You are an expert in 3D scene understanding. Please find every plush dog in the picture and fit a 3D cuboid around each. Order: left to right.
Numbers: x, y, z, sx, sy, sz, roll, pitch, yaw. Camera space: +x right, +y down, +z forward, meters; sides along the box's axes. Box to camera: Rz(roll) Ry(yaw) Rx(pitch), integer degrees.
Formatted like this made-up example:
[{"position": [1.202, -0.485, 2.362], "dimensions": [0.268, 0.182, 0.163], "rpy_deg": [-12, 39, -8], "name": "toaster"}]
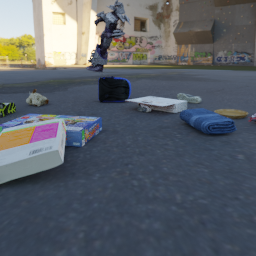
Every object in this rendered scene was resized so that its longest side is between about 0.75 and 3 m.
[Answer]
[{"position": [-4.712, -1.529, 14.838], "dimensions": [1.072, 0.860, 0.921], "rpy_deg": [12, -4, 39], "name": "plush dog"}]

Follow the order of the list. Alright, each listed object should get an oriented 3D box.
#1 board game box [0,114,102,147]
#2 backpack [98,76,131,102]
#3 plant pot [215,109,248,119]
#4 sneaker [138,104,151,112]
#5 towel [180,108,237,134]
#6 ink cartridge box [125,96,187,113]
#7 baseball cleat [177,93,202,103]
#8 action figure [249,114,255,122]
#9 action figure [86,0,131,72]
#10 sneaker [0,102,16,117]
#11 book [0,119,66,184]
[{"position": [-2.533, 0.011, 9.351], "dimensions": [2.886, 0.497, 1.953], "rpy_deg": [4, 15, 13], "name": "board game box"}, {"position": [-0.686, -2.232, 15.944], "dimensions": [1.776, 1.443, 1.491], "rpy_deg": [1, 13, 8], "name": "backpack"}, {"position": [4.529, -0.617, 12.321], "dimensions": [1.403, 0.193, 1.403], "rpy_deg": [-1, 14, 0], "name": "plant pot"}, {"position": [0.762, -0.917, 13.327], "dimensions": [0.403, 0.344, 0.924], "rpy_deg": [5, 17, -30], "name": "sneaker"}, {"position": [2.825, -0.236, 10.244], "dimensions": [1.231, 0.535, 2.204], "rpy_deg": [-4, 16, -12], "name": "towel"}, {"position": [1.348, -1.101, 13.528], "dimensions": [2.326, 0.506, 2.019], "rpy_deg": [14, 21, 42], "name": "ink cartridge box"}, {"position": [3.479, -1.640, 15.773], "dimensions": [1.406, 0.490, 0.748], "rpy_deg": [22, 19, 33], "name": "baseball cleat"}, {"position": [5.372, -0.343, 10.791], "dimensions": [1.403, 1.044, 0.939], "rpy_deg": [-12, -26, 13], "name": "action figure"}, {"position": [-0.608, -2.696, 8.145], "dimensions": [0.736, 2.122, 1.381], "rpy_deg": [9, 35, -27], "name": "action figure"}, {"position": [-5.673, -0.799, 12.386], "dimensions": [0.642, 0.634, 1.680], "rpy_deg": [-5, 4, 11], "name": "sneaker"}, {"position": [-2.414, 0.437, 6.851], "dimensions": [1.727, 0.621, 2.585], "rpy_deg": [-16, 18, -5], "name": "book"}]
